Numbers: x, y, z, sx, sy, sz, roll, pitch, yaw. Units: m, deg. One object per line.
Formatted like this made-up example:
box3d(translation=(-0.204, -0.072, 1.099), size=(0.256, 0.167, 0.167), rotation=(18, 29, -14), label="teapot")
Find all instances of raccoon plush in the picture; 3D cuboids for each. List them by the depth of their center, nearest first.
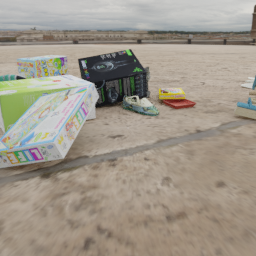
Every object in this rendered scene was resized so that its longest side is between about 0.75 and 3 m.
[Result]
box3d(translation=(0.351, -1.720, 10.727), size=(0.850, 1.178, 1.758), rotation=(10, 22, 24), label="raccoon plush")

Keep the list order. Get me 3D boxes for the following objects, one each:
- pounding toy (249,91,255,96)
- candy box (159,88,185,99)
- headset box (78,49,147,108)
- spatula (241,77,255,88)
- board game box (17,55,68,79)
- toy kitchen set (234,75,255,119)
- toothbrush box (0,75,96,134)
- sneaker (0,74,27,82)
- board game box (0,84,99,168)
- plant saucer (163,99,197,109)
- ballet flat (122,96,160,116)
box3d(translation=(6.271, -1.927, 11.017), size=(2.037, 1.225, 2.640), rotation=(21, 31, 39), label="pounding toy")
box3d(translation=(1.656, -1.328, 10.765), size=(0.939, 0.243, 1.836), rotation=(2, 14, 5), label="candy box")
box3d(translation=(-0.509, -1.835, 10.063), size=(2.236, 1.037, 1.947), rotation=(-12, 40, -9), label="headset box")
box3d(translation=(6.752, -1.915, 12.800), size=(2.744, 0.220, 1.908), rotation=(16, 25, 29), label="spatula")
box3d(translation=(-4.282, -3.004, 14.275), size=(1.195, 1.174, 2.280), rotation=(12, 23, 30), label="board game box")
box3d(translation=(3.953, -1.088, 8.779), size=(0.896, 1.218, 1.520), rotation=(15, 23, 15), label="toy kitchen set")
box3d(translation=(-2.535, -0.806, 8.296), size=(2.606, 1.122, 1.897), rotation=(-11, 23, -30), label="toothbrush box")
box3d(translation=(-4.436, -1.496, 10.406), size=(2.857, 1.063, 1.250), rotation=(3, 15, 10), label="sneaker")
box3d(translation=(-1.684, -0.128, 6.010), size=(1.555, 0.396, 2.313), rotation=(-10, 31, 20), label="board game box")
box3d(translation=(1.801, -0.861, 9.865), size=(0.881, 0.162, 0.883), rotation=(-9, 23, -24), label="plant saucer")
box3d(translation=(0.374, -0.770, 9.117), size=(1.479, 0.549, 0.549), rotation=(15, 25, 35), label="ballet flat")
